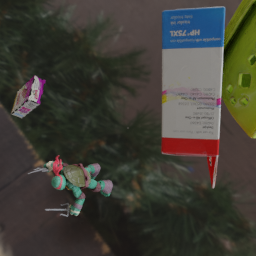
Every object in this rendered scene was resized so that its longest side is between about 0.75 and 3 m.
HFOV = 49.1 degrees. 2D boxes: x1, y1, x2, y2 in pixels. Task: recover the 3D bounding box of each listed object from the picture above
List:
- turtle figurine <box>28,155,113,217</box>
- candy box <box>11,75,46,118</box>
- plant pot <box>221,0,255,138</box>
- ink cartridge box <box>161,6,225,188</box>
[{"bbox_3d":[-0.686,0.698,3.564,0.524,1.040,0.779,-36,66,30],"label":"turtle figurine"},{"bbox_3d":[-1.984,-0.603,5.554,0.255,0.835,0.569,25,56,-35],"label":"candy box"},{"bbox_3d":[2.881,-1.277,5.315,2.160,2.149,1.960,-4,45,-34],"label":"plant pot"},{"bbox_3d":[1.097,-0.512,4.902,0.913,1.578,2.716,2,102,13],"label":"ink cartridge box"}]
